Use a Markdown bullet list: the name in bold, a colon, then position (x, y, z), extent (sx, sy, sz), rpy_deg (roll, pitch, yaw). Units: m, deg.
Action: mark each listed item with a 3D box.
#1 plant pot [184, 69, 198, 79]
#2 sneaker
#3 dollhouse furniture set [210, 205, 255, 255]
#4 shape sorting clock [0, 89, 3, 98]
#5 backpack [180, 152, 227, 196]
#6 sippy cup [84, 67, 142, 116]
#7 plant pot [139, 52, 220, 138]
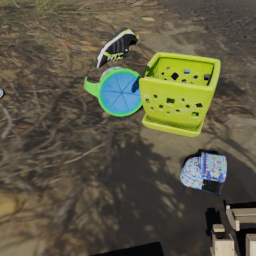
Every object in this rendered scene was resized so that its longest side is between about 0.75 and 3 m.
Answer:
- **plant pot**: position (3.181, -2.863, 13.677), extent (0.990, 0.667, 0.990), rpy_deg (0, 36, 0)
- **sneaker**: position (-0.200, -1.616, 5.811), extent (0.493, 0.427, 1.191), rpy_deg (40, 73, 0)
- **dollhouse furniture set**: position (2.698, 2.510, 6.464), extent (1.836, 1.051, 2.153), rpy_deg (-3, 8, 7)
- **shape sorting clock**: position (-6.079, -1.439, 12.021), extent (1.323, 0.260, 1.323), rpy_deg (0, 36, 0)
- **backpack**: position (2.092, 1.211, 7.847), extent (1.184, 0.796, 1.081), rpy_deg (10, 37, 16)
- **sippy cup**: position (-0.378, -1.621, 11.125), extent (1.892, 2.410, 1.766), rpy_deg (-45, 26, 9)
- **plant pot**: position (1.795, -1.138, 9.936), extent (2.399, 2.188, 2.411), rpy_deg (12, 37, 16)
